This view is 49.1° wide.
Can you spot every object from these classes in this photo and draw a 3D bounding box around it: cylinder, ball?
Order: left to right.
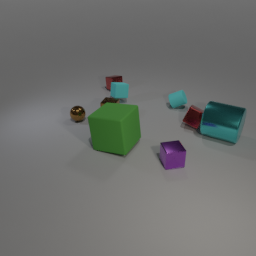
[{"bbox_3d":[-2.234,-0.647,12.448,0.700,0.700,0.700,0,29,0],"label":"ball"},{"bbox_3d":[2.418,-1.408,13.577,0.700,0.700,0.700,-18,21,26],"label":"cylinder"},{"bbox_3d":[3.746,-0.248,11.010,1.400,1.400,1.400,17,33,27],"label":"cylinder"}]

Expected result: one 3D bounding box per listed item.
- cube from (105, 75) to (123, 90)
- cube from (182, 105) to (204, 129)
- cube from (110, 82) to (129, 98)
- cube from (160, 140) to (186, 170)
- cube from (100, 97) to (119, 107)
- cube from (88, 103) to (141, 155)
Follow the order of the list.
[{"bbox_3d":[-0.766,-2.545,15.699,0.700,0.700,0.700,-18,23,-32],"label":"cube"},{"bbox_3d":[2.810,-0.488,11.834,0.700,0.700,0.700,30,20,11],"label":"cube"},{"bbox_3d":[-0.429,-1.910,14.130,0.700,0.700,0.700,-3,17,-25],"label":"cube"},{"bbox_3d":[1.530,0.923,9.644,0.700,0.700,0.700,-6,30,-10],"label":"cube"},{"bbox_3d":[-0.826,-0.955,13.004,0.700,0.700,0.700,8,30,14],"label":"cube"},{"bbox_3d":[-0.461,-0.016,10.455,1.400,1.400,1.400,7,30,26],"label":"cube"}]
